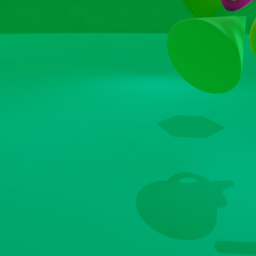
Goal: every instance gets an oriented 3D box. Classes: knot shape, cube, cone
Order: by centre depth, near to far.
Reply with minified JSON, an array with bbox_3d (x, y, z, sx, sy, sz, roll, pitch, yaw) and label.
[{"bbox_3d":[1.925,-1.823,5.595,1.637,1.631,1.631,-44,40,-21],"label":"cone"},{"bbox_3d":[2.278,-3.063,6.031,1.268,0.626,1.355,19,52,24],"label":"knot shape"},{"bbox_3d":[2.870,-4.439,9.393,1.330,1.330,1.330,-26,77,-39],"label":"cube"}]

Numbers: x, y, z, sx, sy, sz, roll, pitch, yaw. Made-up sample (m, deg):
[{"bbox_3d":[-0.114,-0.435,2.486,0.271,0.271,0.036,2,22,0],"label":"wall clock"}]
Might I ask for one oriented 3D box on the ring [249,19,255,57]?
[{"bbox_3d":[2.482,-1.422,4.391,1.116,1.116,0.223,1,-5,4],"label":"ring"}]
